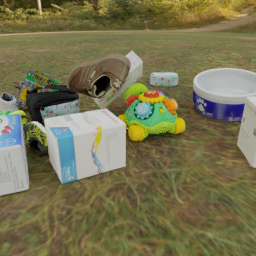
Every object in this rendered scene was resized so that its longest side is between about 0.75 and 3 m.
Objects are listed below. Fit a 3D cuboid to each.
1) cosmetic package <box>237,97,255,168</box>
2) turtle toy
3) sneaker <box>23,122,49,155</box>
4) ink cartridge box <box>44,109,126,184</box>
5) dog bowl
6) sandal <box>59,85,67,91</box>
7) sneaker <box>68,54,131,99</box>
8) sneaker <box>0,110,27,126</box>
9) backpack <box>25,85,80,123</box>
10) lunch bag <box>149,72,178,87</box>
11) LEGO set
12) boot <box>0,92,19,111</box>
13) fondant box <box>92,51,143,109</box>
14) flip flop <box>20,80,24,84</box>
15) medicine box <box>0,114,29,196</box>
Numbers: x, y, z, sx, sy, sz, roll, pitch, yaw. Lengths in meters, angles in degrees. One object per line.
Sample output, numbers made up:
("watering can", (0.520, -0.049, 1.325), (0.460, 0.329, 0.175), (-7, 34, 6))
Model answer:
("cosmetic package", (4.272, 0.098, 8.268), (1.424, 1.726, 1.422), (1, 24, 2))
("turtle toy", (0.690, -0.710, 10.353), (2.137, 1.482, 2.932), (-10, 26, -21))
("sneaker", (-3.007, 0.308, 9.087), (1.839, 0.685, 0.778), (19, 31, 36))
("ink cartridge box", (-1.188, 0.425, 7.943), (1.911, 1.396, 1.402), (-12, 27, -25))
("dog bowl", (4.271, -1.506, 12.001), (2.924, 1.152, 2.924), (-3, 33, 2))
("sandal", (-3.705, -2.130, 15.040), (0.522, 0.332, 1.388), (7, 13, 17))
("sneaker", (-1.192, -1.495, 9.185), (2.990, 1.053, 1.130), (-14, 52, 47))
("sneaker", (-4.791, 0.052, 9.423), (1.202, 1.065, 2.876), (7, 17, 28))
("backpack", (-2.889, -0.877, 11.044), (1.960, 1.240, 1.635), (-12, 41, -26))
("lunch bag", (2.050, -2.861, 16.191), (1.650, 0.636, 1.324), (3, 24, 7))
("LEGO set", (-4.165, -1.507, 12.803), (2.016, 1.519, 2.622), (20, 17, -34))
("boot", (-4.943, -0.987, 11.529), (0.798, 1.036, 2.168), (-17, 29, -33))
("fondant box", (-0.470, -1.873, 11.358), (2.319, 0.675, 1.673), (-42, -8, -4))
("flip flop", (-5.937, -2.592, 16.051), (0.364, 0.258, 0.898), (-16, 29, -31))
("medicine box", (-4.037, 0.737, 7.366), (2.543, 1.309, 2.316), (-9, 25, -19))
